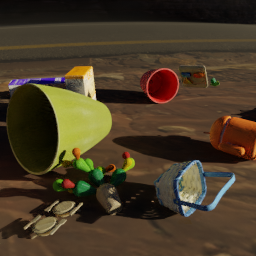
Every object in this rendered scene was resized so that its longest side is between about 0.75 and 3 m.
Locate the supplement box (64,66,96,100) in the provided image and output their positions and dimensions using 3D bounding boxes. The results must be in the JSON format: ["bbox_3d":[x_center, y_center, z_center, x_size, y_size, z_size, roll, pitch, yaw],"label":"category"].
[{"bbox_3d":[-1.945,-1.338,11.971,0.839,2.282,1.438,1,28,8],"label":"supplement box"}]

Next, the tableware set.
[{"bbox_3d":[-1.811,2.301,7.071,0.894,0.271,1.352,0,19,27],"label":"tableware set"}]

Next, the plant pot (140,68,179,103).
[{"bbox_3d":[1.487,-2.302,14.675,1.804,1.804,1.596,-9,19,-17],"label":"plant pot"}]

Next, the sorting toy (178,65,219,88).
[{"bbox_3d":[2.670,-1.877,10.494,1.465,1.083,0.216,8,59,26],"label":"sorting toy"}]

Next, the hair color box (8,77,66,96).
[{"bbox_3d":[-3.837,-1.438,12.956,2.870,1.569,0.930,-5,27,-8],"label":"hair color box"}]

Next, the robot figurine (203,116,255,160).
[{"bbox_3d":[3.889,0.320,9.831,2.264,1.320,1.628,18,74,31],"label":"robot figurine"}]

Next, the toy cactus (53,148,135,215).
[{"bbox_3d":[-0.736,1.455,7.947,2.543,1.300,2.098,-6,36,-30],"label":"toy cactus"}]

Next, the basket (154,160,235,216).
[{"bbox_3d":[1.715,1.541,7.326,1.747,1.215,1.540,-8,16,47],"label":"basket"}]

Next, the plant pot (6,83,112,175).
[{"bbox_3d":[-2.049,-0.109,9.633,2.789,2.789,2.981,21,19,35],"label":"plant pot"}]
